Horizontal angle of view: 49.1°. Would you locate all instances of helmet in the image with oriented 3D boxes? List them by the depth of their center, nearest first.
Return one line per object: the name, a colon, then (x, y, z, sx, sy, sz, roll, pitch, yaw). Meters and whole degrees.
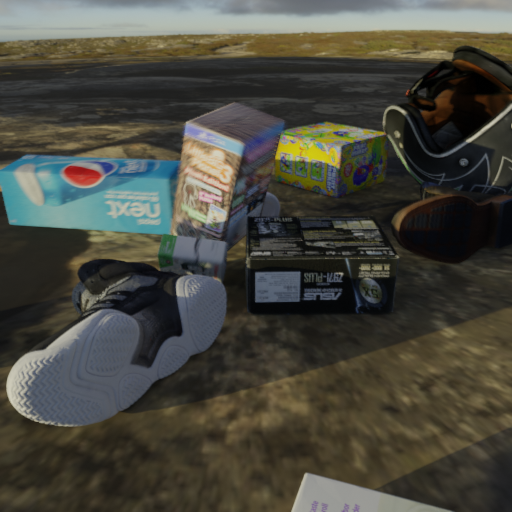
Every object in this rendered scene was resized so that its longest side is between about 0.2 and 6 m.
helmet: (4.105, -2.318, 10.750, 2.828, 2.828, 2.697, -21, 58, -38)

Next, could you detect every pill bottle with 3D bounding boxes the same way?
pill bottle: (-0.174, -0.978, 10.315, 0.664, 0.664, 1.274, -15, 28, -31)

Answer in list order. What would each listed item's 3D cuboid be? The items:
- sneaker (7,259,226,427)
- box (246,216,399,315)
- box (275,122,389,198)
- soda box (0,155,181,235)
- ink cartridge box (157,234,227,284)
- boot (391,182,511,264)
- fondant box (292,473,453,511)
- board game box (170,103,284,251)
sneaker: (-1.655, 0.783, 5.997, 1.563, 1.036, 2.746, 15, 22, 31)
box: (0.810, 0.077, 7.733, 1.917, 0.825, 1.570, -1, 24, -2)
box: (1.681, -2.201, 12.479, 1.786, 1.131, 1.855, 22, 31, 40)
soda box: (-2.883, -1.133, 10.101, 3.140, 1.065, 1.007, 4, 28, 9)
ink cartridge box: (-0.871, 0.066, 7.783, 0.893, 0.652, 0.375, 7, 56, 1)
boot: (2.931, -0.588, 9.082, 2.966, 1.108, 1.438, -4, 17, -33)
fondant box: (0.979, 2.177, 3.407, 1.786, 0.520, 1.289, 7, 25, 18)
board game box: (-0.434, -1.144, 8.310, 0.882, 1.822, 1.453, 23, 32, 15)
